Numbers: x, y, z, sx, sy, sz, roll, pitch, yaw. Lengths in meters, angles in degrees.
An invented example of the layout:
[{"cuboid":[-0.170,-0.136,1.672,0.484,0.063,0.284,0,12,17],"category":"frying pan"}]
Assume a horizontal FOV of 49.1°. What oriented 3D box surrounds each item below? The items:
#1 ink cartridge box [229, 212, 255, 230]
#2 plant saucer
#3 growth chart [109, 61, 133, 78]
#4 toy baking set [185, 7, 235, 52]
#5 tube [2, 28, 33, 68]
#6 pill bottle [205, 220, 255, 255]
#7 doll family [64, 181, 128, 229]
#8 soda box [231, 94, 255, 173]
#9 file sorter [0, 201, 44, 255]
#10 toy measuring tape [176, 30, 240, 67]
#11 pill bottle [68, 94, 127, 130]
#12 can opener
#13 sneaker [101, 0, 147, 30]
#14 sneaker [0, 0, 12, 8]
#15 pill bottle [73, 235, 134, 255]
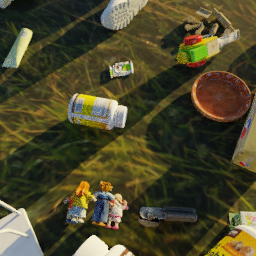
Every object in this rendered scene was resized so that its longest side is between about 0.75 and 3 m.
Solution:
[{"cuboid":[3.020,2.360,7.088,0.822,0.244,0.427,3,63,1],"category":"ink cartridge box"},{"cuboid":[2.893,-0.987,8.792,1.826,0.295,1.826,0,62,0],"category":"plant saucer"},{"cuboid":[-0.226,-1.982,9.428,0.844,0.075,0.611,-12,62,-7],"category":"growth chart"},{"cuboid":[3.007,-3.570,10.180,1.613,0.245,2.102,-29,66,-11],"category":"toy baking set"},{"cuboid":[-3.781,-2.723,9.667,0.408,0.456,1.573,28,63,-28],"category":"tube"},{"cuboid":[2.421,3.090,6.089,2.435,1.330,1.330,-35,68,-17],"category":"pill bottle"},{"cuboid":[-0.829,1.870,7.045,1.685,0.759,1.046,7,63,4],"category":"doll family"},{"cuboid":[3.931,-0.185,7.987,0.915,0.968,2.858,24,65,12],"category":"soda box"},{"cuboid":[-2.829,3.239,5.807,1.926,1.728,2.776,-28,67,-13],"category":"file sorter"},{"cuboid":[2.581,-2.761,9.435,2.823,1.038,1.038,-30,66,-28],"category":"toy measuring tape"},{"cuboid":[-0.860,-0.450,8.178,1.600,0.874,0.874,11,63,6],"category":"pill bottle"},{"cuboid":[0.995,2.266,7.122,1.450,0.485,0.387,5,25,-4],"category":"can opener"},{"cuboid":[-0.277,-4.497,10.351,0.992,0.941,2.464,29,59,23],"category":"sneaker"},{"cuboid":[-4.285,-5.028,10.644,2.220,0.818,1.283,14,65,18],"category":"sneaker"},{"cuboid":[-0.008,3.544,5.754,2.768,1.512,1.512,35,68,16],"category":"pill bottle"}]
